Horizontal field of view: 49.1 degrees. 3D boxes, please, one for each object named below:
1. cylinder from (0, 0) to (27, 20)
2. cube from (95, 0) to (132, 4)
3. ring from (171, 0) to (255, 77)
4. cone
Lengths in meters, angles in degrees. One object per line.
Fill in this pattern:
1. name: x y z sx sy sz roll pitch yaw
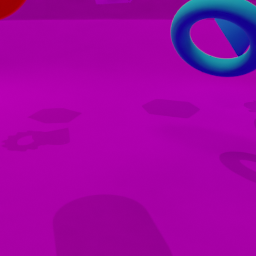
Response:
1. cylinder: -1.886 -2.124 3.196 1.303 1.303 1.303 -13 57 -28
2. cube: -0.392 -4.416 8.073 1.136 1.136 1.136 5 55 19
3. ring: 1.579 -1.530 4.894 1.746 1.746 0.349 14 65 30
4. cone: 2.909 -2.486 6.701 1.180 1.176 1.176 -32 11 25
